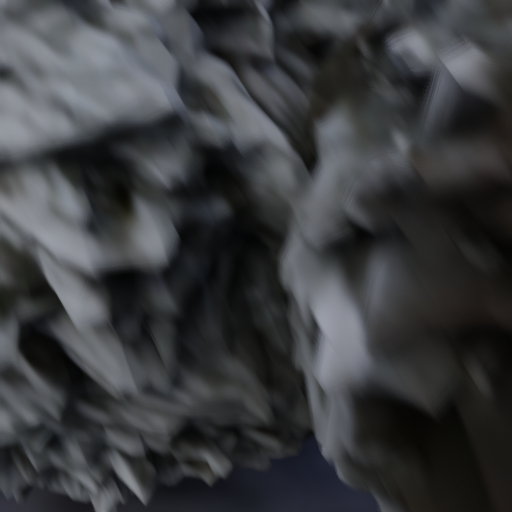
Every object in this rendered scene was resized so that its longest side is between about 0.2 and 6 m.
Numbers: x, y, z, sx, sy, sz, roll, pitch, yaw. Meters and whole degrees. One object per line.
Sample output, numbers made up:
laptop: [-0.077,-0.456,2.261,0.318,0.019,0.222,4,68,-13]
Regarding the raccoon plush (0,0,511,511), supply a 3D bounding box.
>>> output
raccoon plush: [-0.826,-0.237,0.748,2.339,1.689,3.491,-10,8,-24]
